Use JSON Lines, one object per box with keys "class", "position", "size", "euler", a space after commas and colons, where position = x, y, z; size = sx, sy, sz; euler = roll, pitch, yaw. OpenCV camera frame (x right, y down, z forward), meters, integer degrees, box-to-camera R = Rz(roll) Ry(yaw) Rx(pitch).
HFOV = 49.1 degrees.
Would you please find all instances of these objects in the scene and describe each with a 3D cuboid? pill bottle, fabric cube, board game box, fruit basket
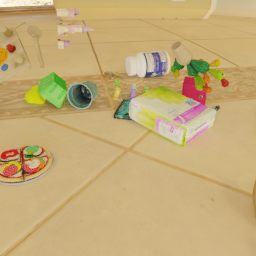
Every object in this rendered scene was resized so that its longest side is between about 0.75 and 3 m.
{"class": "pill bottle", "position": [1.140, -3.755, 16.550], "size": [2.385, 1.427, 1.427], "euler": [-9, 31, -15]}
{"class": "fabric cube", "position": [3.185, -1.747, 13.380], "size": [1.135, 1.117, 1.139], "euler": [8, 32, 13]}
{"class": "board game box", "position": [0.120, -0.844, 12.695], "size": [1.128, 0.235, 1.668], "euler": [7, 31, 12]}
{"class": "fruit basket", "position": [-3.902, -1.636, 13.396], "size": [1.975, 1.425, 1.975], "euler": [-34, 34, 27]}

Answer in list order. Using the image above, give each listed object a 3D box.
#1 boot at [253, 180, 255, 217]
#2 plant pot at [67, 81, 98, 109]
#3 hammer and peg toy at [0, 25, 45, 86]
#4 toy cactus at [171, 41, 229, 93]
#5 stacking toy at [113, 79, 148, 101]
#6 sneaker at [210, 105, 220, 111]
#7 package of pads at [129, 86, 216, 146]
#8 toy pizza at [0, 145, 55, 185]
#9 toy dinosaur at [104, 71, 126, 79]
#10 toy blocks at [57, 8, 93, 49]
{"class": "boot", "position": [4.323, 2.309, 6.634], "size": [2.043, 1.004, 2.854], "euler": [6, 35, 1]}
{"class": "plant pot", "position": [-2.038, -1.653, 13.270], "size": [1.238, 1.238, 1.213], "euler": [8, 23, 14]}
{"class": "hammer and peg toy", "position": [-3.841, -2.454, 9.158], "size": [2.299, 0.811, 1.691], "euler": [-28, 73, 3]}
{"class": "toy cactus", "position": [2.458, -2.436, 10.580], "size": [1.357, 2.189, 2.653], "euler": [-48, 38, 1]}
{"class": "stacking toy", "position": [0.226, -1.780, 13.518], "size": [1.769, 0.551, 2.347], "euler": [15, 28, -9]}
{"class": "sneaker", "position": [3.727, -0.646, 12.289], "size": [0.997, 0.374, 0.575], "euler": [-20, 39, -14]}
{"class": "package of pads", "position": [1.712, -0.571, 11.311], "size": [2.868, 0.978, 2.216], "euler": [31, 42, 33]}
{"class": "toy pizza", "position": [-3.480, 1.100, 9.220], "size": [2.053, 0.325, 2.053], "euler": [0, 30, 0]}
{"class": "toy dinosaur", "position": [-0.848, -3.202, 16.579], "size": [1.573, 0.458, 0.796], "euler": [18, 33, 29]}
{"class": "toy blocks", "position": [-1.618, -2.977, 8.484], "size": [1.012, 1.203, 1.124], "euler": [-3, 26, -15]}
